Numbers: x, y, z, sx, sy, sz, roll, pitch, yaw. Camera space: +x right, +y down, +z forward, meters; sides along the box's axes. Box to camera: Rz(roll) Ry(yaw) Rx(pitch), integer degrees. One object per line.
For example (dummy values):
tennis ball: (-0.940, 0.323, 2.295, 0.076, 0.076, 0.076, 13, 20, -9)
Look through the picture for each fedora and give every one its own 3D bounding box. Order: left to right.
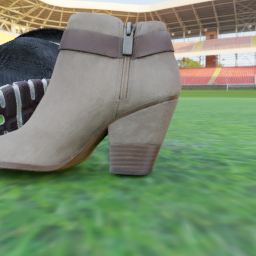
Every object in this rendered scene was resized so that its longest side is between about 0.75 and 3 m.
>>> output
fedora: (-1.983, -1.095, 5.750, 2.704, 2.704, 1.235, 2, -5, 14)

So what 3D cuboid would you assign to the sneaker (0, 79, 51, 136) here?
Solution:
sneaker: (-2.233, -0.300, 4.830, 2.974, 1.125, 1.718, -8, 14, -41)

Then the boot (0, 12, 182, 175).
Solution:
boot: (-0.623, -0.400, 3.300, 2.468, 1.804, 0.867, 2, 1, -1)
